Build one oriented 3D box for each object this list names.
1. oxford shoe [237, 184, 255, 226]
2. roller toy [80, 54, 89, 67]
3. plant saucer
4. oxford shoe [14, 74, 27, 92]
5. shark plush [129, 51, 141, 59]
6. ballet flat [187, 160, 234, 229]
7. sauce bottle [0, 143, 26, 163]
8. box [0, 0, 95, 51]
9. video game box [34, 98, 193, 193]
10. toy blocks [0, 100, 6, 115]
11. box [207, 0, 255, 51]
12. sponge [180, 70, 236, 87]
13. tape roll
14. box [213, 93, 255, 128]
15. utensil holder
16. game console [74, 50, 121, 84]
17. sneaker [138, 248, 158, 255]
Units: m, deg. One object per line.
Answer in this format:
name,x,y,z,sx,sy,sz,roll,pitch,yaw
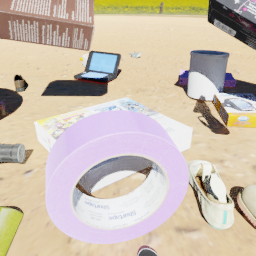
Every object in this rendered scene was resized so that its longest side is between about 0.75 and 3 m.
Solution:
oxford shoe,2.826,1.399,4.007,0.921,0.960,2.601,-20,33,-34
roller toy,-1.872,-3.383,13.979,0.894,0.624,0.815,17,31,31
plant saucer,-2.525,1.663,4.166,1.462,0.351,1.465,-1,26,-1
oxford shoe,-4.265,-1.884,11.059,0.486,0.565,1.338,-12,27,-19
shark plush,0.415,-4.189,15.909,0.373,0.342,0.821,-21,33,-36
ballet flat,1.537,0.997,5.218,0.656,0.606,1.944,-2,26,-4
sauce bottle,-3.345,0.511,6.108,2.100,0.693,0.693,0,26,4
box,-2.034,-2.680,6.698,2.394,0.897,1.199,6,57,-15
video game box,-0.397,0.169,6.814,2.878,0.674,2.622,-18,34,-32
toy blocks,-4.258,-0.682,8.545,0.711,0.641,0.761,21,33,35
box,3.675,-2.866,6.825,2.960,1.698,1.956,36,11,10
sponge,3.269,-2.075,11.685,2.203,0.328,1.229,5,27,10
tape roll,-0.165,0.759,4.087,1.994,1.994,0.654,-6,32,-12
box,3.479,-0.645,8.723,1.258,0.438,2.114,1,28,3
utensil holder,2.760,-1.876,9.828,1.315,1.548,1.315,2,22,-1
game console,-1.333,-2.663,12.110,1.697,1.007,1.463,13,29,25
sneaker,0.307,1.922,3.515,0.404,0.467,1.127,0,27,-1
